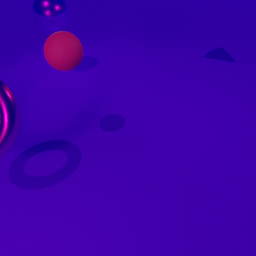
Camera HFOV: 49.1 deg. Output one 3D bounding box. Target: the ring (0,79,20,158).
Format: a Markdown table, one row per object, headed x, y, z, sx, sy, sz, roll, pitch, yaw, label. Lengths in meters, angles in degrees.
| x | y | z | sx | sy | sz | roll | pitch | yaw | label |
| --- | --- | --- | --- | --- | --- | --- | --- | --- | --- |
| -2.798 | -0.191 | 4.976 | 1.769 | 1.769 | 0.354 | 2 | 6 | 2 | ring |

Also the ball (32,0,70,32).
| x | y | z | sx | sy | sz | roll | pitch | yaw | label |
| --- | --- | --- | --- | --- | --- | --- | --- | --- | --- |
| -2.461 | -3.707 | 8.959 | 1.178 | 1.178 | 1.178 | 0 | 41 | 0 | ball |

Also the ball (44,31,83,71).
| x | y | z | sx | sy | sz | roll | pitch | yaw | label |
| --- | --- | --- | --- | --- | --- | --- | --- | --- | --- |
| -1.286 | -1.534 | 5.617 | 0.772 | 0.772 | 0.772 | 0 | 41 | 0 | ball |
